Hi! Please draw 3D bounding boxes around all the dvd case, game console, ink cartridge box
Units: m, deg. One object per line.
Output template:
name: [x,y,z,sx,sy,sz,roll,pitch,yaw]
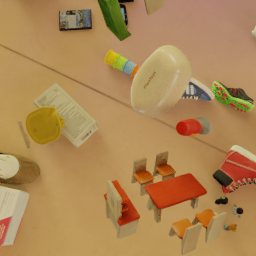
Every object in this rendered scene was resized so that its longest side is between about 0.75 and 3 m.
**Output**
dvd case: [-1.882,-3.870,10.034,1.156,0.101,0.825,-4,72,-2]
game console: [-0.253,-4.420,10.164,1.016,0.208,1.722,-6,72,-2]
ink cartridge box: [-3.935,2.235,7.584,1.963,0.819,1.425,11,72,4]

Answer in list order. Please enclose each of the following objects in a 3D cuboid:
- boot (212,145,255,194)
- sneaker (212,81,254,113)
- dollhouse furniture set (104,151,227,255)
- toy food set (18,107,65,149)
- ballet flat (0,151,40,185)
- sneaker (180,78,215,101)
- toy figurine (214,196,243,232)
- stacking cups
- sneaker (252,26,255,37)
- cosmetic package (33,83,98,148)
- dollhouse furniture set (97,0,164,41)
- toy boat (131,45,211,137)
boot: [3.424,1.501,7.770,1.927,0.698,1.390,30,74,32]
sneaker: [3.321,-1.030,8.921,1.453,0.557,0.608,36,54,10]
dollhouse furniture set: [0.610,1.366,5.625,2.042,1.063,2.064,-12,36,-24]
toy food set: [-2.430,-0.079,8.229,1.714,0.560,1.008,-17,98,34]
ballet flat: [-3.885,0.948,7.943,2.696,0.975,0.914,18,72,6]
sneaker: [1.695,-1.001,8.857,1.730,0.697,1.267,33,93,-4]
toy figurine: [2.688,2.358,7.682,0.802,0.567,0.815,32,74,10]
stacking cups: [0.050,-1.931,9.221,1.701,0.515,0.515,33,74,6]
sneaker: [5.196,-3.814,9.663,0.900,0.790,2.246,40,76,15]
cosmetic package: [-1.883,-0.384,8.556,0.949,0.670,1.833,-43,76,-13]
dollhouse furniture set: [-0.285,-3.634,7.151,1.540,1.180,2.351,-35,58,-4]
toy boat: [0.960,-0.635,6.127,0.964,1.744,2.075,-3,53,-47]
